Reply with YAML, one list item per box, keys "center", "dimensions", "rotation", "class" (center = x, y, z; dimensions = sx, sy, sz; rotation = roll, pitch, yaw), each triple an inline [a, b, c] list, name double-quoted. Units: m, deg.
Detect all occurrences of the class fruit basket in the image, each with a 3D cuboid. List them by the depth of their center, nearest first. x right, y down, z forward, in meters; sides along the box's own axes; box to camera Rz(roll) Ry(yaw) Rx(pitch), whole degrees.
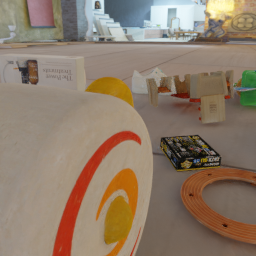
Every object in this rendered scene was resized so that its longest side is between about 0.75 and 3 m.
- center: [5.172, -1.728, 11.009]
  dimensions: [2.778, 1.406, 2.999]
  rotation: [0, 18, -1]
  class: "fruit basket"

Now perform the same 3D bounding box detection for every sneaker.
- center: [1.457, -2.072, 12.202]
  dimensions: [2.590, 1.146, 0.974]
  rotation: [1, 20, 2]
  class: "sneaker"

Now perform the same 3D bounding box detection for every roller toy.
- center: [-0.777, 0.759, 3.033]
  dimensions: [1.824, 2.381, 2.610]
  rotation: [10, 24, 25]
  class: "roller toy"

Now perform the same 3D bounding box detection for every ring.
- center: [1.949, 1.268, 4.811]
  dimensions: [2.072, 0.199, 2.072]
  rotation: [0, 20, 0]
  class: "ring"

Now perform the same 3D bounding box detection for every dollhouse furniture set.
- center: [2.284, -1.113, 9.631]
  dimensions: [2.863, 1.475, 2.832]
  rotation: [-7, 10, -6]
  class: "dollhouse furniture set"

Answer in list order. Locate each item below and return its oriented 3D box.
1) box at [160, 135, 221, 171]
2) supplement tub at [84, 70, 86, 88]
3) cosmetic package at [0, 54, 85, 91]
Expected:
- center: [1.407, 0.544, 6.536]
  dimensions: [1.010, 0.312, 1.265]
  rotation: [-2, 21, -11]
  class: "box"
- center: [-2.911, -2.103, 11.892]
  dimensions: [1.999, 1.443, 1.443]
  rotation: [-9, 22, -21]
  class: "supplement tub"
- center: [-2.693, -1.271, 8.905]
  dimensions: [2.656, 2.002, 0.686]
  rotation: [5, 22, 14]
  class: "cosmetic package"
